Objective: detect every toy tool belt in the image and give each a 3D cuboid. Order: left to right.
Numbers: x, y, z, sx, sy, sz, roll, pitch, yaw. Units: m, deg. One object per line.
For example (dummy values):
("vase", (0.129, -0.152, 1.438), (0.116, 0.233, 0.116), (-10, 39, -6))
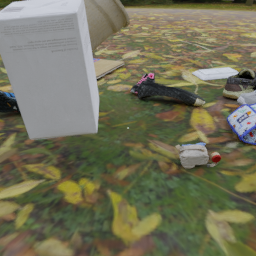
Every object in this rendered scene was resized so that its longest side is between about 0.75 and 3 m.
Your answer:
("toy tool belt", (1.692, 0.583, 6.827), (0.994, 0.621, 0.611), (-3, 37, -7))

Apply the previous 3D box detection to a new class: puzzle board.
("puzzle board", (-1.709, -2.955, 13.864), (2.118, 0.245, 2.811), (12, 30, 23))

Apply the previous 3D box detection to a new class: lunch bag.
("lunch bag", (3.701, -0.144, 7.935), (1.453, 0.900, 1.235), (-12, 27, 5))

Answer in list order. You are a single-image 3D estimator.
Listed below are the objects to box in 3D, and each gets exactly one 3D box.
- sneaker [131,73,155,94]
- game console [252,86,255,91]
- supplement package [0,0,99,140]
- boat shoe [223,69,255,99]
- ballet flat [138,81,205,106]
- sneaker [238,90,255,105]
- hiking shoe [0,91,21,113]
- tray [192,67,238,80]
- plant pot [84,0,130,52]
("sneaker", (0.617, -1.816, 11.237), (0.575, 0.695, 1.457), (23, 37, 33))
("game console", (5.984, -1.608, 10.475), (2.402, 1.417, 0.289), (6, 59, -25))
("supplement package", (-1.455, -1.180, 5.637), (1.449, 2.420, 1.467), (-6, 35, 0))
("boat shoe", (4.772, -1.886, 11.120), (1.019, 0.902, 2.784), (24, 36, 37))
("ballet flat", (1.565, -1.166, 10.300), (2.504, 0.711, 0.832), (16, 10, 16))
("sneaker", (5.073, -1.267, 9.680), (2.839, 1.164, 1.061), (-9, 29, -16))
("hiking shoe", (-3.940, -0.876, 9.393), (1.868, 0.695, 0.810), (15, 15, -16))
("tray", (4.204, -2.590, 13.170), (2.099, 0.233, 1.127), (-7, 30, -14))
("plant pot", (-1.524, -2.741, 7.453), (2.155, 2.354, 2.354), (-51, 40, 1))
